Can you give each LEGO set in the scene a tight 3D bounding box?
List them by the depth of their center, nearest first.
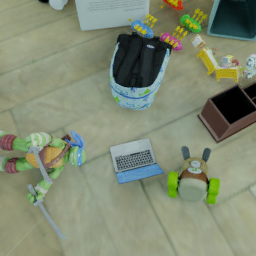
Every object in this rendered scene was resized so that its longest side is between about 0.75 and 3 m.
[{"bbox_3d":[2.778,-1.965,8.007,0.810,1.001,2.177,-23,44,-27],"label":"LEGO set"}]

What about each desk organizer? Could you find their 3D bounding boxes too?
[{"bbox_3d":[3.275,-0.738,7.313,2.687,1.035,0.964,-27,69,-11],"label":"desk organizer"}]

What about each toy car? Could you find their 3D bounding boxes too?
[{"bbox_3d":[1.587,0.985,6.660,1.101,1.057,1.340,7,55,14],"label":"toy car"}]

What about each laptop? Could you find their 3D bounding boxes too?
[{"bbox_3d":[0.177,0.766,6.867,1.087,0.673,1.160,-13,67,-6],"label":"laptop"}]

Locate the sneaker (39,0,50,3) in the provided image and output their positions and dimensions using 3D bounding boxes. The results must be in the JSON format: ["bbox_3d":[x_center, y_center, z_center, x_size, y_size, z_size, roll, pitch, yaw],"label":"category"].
[{"bbox_3d":[-2.985,-4.465,9.293,1.004,0.355,0.498,15,62,2],"label":"sneaker"}]

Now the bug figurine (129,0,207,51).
[{"bbox_3d":[1.252,-3.266,8.652,1.831,0.608,2.362,41,68,9],"label":"bug figurine"}]

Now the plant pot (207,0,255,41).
[{"bbox_3d":[3.326,-3.825,8.466,1.524,1.529,1.557,8,57,4],"label":"plant pot"}]

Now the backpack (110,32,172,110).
[{"bbox_3d":[0.257,-1.464,7.502,1.624,1.531,1.991,11,41,0],"label":"backpack"}]

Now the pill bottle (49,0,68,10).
[{"bbox_3d":[-2.202,-4.428,9.148,0.598,0.598,1.065,9,67,4],"label":"pill bottle"}]

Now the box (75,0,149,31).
[{"bbox_3d":[-0.570,-4.455,8.458,2.169,1.867,2.180,-8,65,-3],"label":"box"}]

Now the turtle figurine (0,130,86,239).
[{"bbox_3d":[-2.284,0.875,6.233,2.358,1.750,2.432,7,60,9],"label":"turtle figurine"}]
